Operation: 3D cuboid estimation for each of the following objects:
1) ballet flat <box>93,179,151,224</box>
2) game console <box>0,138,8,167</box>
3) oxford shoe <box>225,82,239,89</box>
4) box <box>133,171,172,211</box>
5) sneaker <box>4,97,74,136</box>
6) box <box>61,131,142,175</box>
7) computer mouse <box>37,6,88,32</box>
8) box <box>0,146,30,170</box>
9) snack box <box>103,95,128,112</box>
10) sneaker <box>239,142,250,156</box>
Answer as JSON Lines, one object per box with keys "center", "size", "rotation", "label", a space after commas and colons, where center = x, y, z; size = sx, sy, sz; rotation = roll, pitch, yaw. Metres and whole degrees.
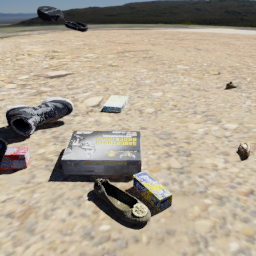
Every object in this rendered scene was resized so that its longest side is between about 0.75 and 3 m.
{"center": [-0.225, 1.881, 7.518], "size": [0.688, 0.474, 2.043], "rotation": [-22, 34, -37], "label": "ballet flat"}
{"center": [-4.910, 1.001, 8.406], "size": [2.187, 1.273, 1.923], "rotation": [20, 33, 36], "label": "game console"}
{"center": [6.244, -2.583, 16.669], "size": [0.998, 0.373, 0.352], "rotation": [-16, 31, -29], "label": "oxford shoe"}
{"center": [0.659, 1.739, 7.879], "size": [0.454, 0.417, 1.296], "rotation": [-16, 30, -29], "label": "box"}
{"center": [-3.640, -0.421, 11.592], "size": [2.854, 1.077, 1.624], "rotation": [-11, 28, -9], "label": "sneaker"}
{"center": [-0.801, 0.790, 9.566], "size": [2.516, 0.608, 1.992], "rotation": [0, 26, 2], "label": "box"}
{"center": [-2.465, -3.972, 10.428], "size": [2.536, 0.432, 0.743], "rotation": [33, 47, 26], "label": "computer mouse"}
{"center": [-3.879, 0.987, 9.230], "size": [1.131, 0.564, 0.540], "rotation": [-3, 26, -6], "label": "box"}
{"center": [-0.584, -1.243, 14.045], "size": [0.911, 0.291, 1.568], "rotation": [6, 27, 12], "label": "snack box"}
{"center": [4.161, 0.767, 10.019], "size": [0.389, 0.323, 0.863], "rotation": [2, 19, 24], "label": "sneaker"}
